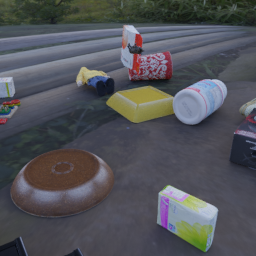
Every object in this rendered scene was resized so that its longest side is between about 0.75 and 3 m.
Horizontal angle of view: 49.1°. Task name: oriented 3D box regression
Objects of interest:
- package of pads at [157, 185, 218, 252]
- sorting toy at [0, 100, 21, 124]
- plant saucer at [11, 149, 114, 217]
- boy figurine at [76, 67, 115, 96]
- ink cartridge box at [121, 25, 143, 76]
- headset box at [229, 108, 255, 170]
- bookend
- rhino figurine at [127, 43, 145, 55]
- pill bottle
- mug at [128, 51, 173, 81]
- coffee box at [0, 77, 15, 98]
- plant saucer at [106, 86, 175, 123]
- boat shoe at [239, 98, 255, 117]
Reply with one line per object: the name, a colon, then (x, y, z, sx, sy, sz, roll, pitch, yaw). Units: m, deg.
package of pads: (1.214, 1.851, 5.891, 1.247, 0.963, 0.425, 21, 34, 35)
sorting toy: (-5.496, -0.772, 11.916, 1.170, 0.410, 2.427, -2, 26, -3)
plant saucer: (-1.765, 1.264, 7.646, 2.780, 0.509, 2.780, 0, 25, 0)
boy figurine: (-1.968, -2.562, 14.990, 1.832, 0.949, 2.947, -21, 31, -29)
ink cartridge box: (0.124, -3.397, 12.269, 0.513, 1.661, 2.048, -1, 34, -11)
headset box: (4.526, 0.449, 8.669, 2.058, 1.038, 2.769, 17, 31, 31)
bookend: (-1.505, 2.519, 4.605, 1.941, 0.894, 1.929, -15, 30, -28)
rhino figurine: (0.265, -2.500, 8.911, 0.243, 0.355, 0.811, -44, 36, -15)
pill bottle: (3.090, -1.204, 11.642, 1.418, 1.418, 2.608, 19, 32, 34)
mug: (1.245, -3.416, 16.605, 2.398, 2.129, 1.600, -7, 63, -5)
coffee box: (-6.201, -2.036, 14.056, 0.786, 0.795, 0.793, -5, 26, -9)
plant saucer: (0.729, -1.225, 12.589, 2.654, 0.643, 2.654, -14, 29, -27)
boat shoe: (5.831, -1.091, 11.865, 0.943, 1.094, 2.998, 28, 45, 37)
